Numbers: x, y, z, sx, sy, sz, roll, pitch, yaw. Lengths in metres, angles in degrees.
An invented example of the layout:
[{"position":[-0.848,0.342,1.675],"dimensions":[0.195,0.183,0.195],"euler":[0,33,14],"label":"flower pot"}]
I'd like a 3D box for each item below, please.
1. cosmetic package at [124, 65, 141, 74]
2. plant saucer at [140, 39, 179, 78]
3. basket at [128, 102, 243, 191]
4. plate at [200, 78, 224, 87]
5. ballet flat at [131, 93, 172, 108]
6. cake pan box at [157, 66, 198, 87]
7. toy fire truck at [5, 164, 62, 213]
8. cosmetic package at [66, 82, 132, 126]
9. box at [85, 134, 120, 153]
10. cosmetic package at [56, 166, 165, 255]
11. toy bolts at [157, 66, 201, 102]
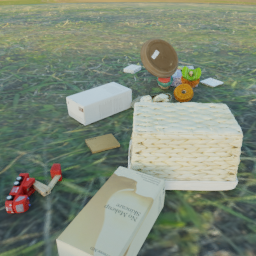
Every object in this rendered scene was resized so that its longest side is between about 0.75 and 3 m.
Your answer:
[{"position":[0.242,-3.126,14.843],"dimensions":[0.617,0.212,0.819],"euler":[19,35,26],"label":"cosmetic package"},{"position":[1.368,-2.945,11.643],"dimensions":[1.792,1.792,0.264],"euler":[-15,-8,-25],"label":"plant saucer"},{"position":[1.378,0.383,7.270],"dimensions":[2.730,1.684,1.851],"euler":[2,31,1],"label":"basket"},{"position":[3.942,-2.116,13.173],"dimensions":[0.801,0.130,0.803],"euler":[-20,35,-33],"label":"plate"},{"position":[0.934,-1.099,10.883],"dimensions":[1.665,0.530,0.561],"euler":[-9,70,-19],"label":"ballet flat"},{"position":[2.373,-2.526,13.535],"dimensions":[1.926,0.504,1.774],"euler":[2,32,3],"label":"cake pan box"},{"position":[-2.217,1.434,6.776],"dimensions":[1.026,0.355,1.455],"euler":[0,30,0],"label":"toy fire truck"},{"position":[-1.029,-0.962,10.498],"dimensions":[2.255,0.835,1.146],"euler":[-25,38,-34],"label":"cosmetic package"},{"position":[-0.795,0.469,8.713],"dimensions":[0.902,0.096,0.737],"euler":[-13,33,-22],"label":"box"},{"position":[-0.210,1.846,5.592],"dimensions":[1.213,0.819,2.306],"euler":[14,33,22],"label":"cosmetic package"},{"position":[2.100,-1.809,12.085],"dimensions":[1.792,1.243,1.712],"euler":[13,75,11],"label":"toy bolts"}]
